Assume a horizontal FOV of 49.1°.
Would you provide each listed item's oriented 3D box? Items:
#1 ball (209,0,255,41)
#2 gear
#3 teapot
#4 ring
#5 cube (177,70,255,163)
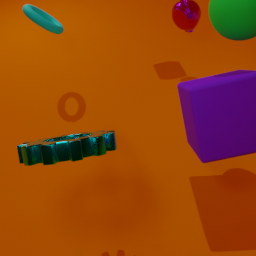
[{"bbox_3d":[2.011,-2.130,4.896,1.156,1.156,1.156,0,52,0],"label":"ball"},{"bbox_3d":[-0.840,0.256,3.998,1.350,1.350,0.250,-8,94,-6],"label":"gear"},{"bbox_3d":[1.714,-3.327,8.043,0.689,1.408,0.875,-44,52,-15],"label":"teapot"},{"bbox_3d":[-2.212,-2.851,7.360,1.132,0.226,1.132,32,20,-13],"label":"ring"},{"bbox_3d":[1.823,-0.291,5.370,1.359,1.359,1.359,-12,12,4],"label":"cube"}]
